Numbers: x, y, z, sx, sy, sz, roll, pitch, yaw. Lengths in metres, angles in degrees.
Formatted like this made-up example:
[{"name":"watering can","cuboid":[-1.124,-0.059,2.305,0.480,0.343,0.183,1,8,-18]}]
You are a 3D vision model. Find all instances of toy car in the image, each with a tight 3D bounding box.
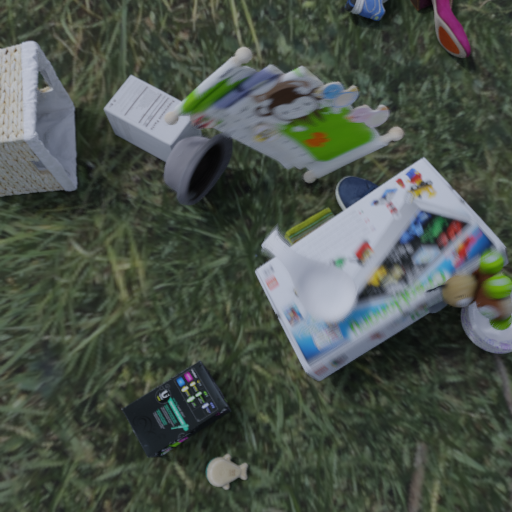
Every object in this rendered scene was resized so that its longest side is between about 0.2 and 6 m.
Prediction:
[{"name":"toy car","cuboid":[3.349,0.636,8.933,1.231,1.012,0.972,-11,44,15]}]

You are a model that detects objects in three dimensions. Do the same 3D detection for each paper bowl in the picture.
[{"name":"paper bowl","cuboid":[4.795,1.256,11.181,1.378,0.717,1.378,0,71,0]}]

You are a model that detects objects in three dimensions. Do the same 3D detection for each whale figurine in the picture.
[{"name":"whale figurine","cuboid":[-0.558,4.021,10.457,0.792,0.411,0.630,6,76,-23]}]

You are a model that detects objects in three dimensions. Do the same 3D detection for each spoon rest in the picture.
[{"name":"spoon rest","cuboid":[0.852,0.318,9.351,1.855,0.562,0.921,42,94,6]}]

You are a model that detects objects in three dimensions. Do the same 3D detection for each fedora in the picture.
[{"name":"fedora","cuboid":[-1.312,-1.931,11.734,0.801,1.569,1.774,30,70,13]}]

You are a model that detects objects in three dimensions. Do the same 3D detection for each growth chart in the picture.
[{"name":"growth chart","cuboid":[0.614,-2.583,10.757,3.940,2.851,0.349,19,61,-30]}]

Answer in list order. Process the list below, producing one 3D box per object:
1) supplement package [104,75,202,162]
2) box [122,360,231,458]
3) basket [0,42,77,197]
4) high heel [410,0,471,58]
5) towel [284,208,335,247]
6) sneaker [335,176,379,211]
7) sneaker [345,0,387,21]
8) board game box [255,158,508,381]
[{"name":"supplement package","cuboid":[-2.249,-2.964,12.446,1.767,1.071,1.058,30,74,10]},{"name":"box","cuboid":[-1.421,2.847,10.367,1.635,1.215,1.016,-31,74,-10]},{"name":"basket","cuboid":[-5.036,-2.755,11.731,1.895,2.335,2.356,-7,71,0]},{"name":"high heel","cuboid":[4.810,-5.902,13.546,1.202,0.843,2.499,-26,69,3]},{"name":"towel","cuboid":[1.846,0.307,11.763,1.188,0.249,2.761,-33,74,-10]},{"name":"sneaker","cuboid":[2.938,-0.912,11.668,2.804,1.185,1.051,36,73,11]},{"name":"sneaker","cuboid":[3.020,-6.868,14.011,0.920,0.904,2.389,26,75,-9]},{"name":"board game box","cuboid":[2.163,0.205,10.483,3.991,0.691,2.520,-34,52,9]}]
